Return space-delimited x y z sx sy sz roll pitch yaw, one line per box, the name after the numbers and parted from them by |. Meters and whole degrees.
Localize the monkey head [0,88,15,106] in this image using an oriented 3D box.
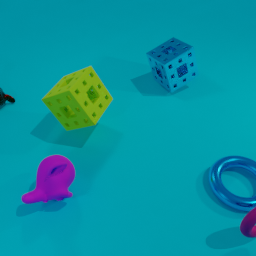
-4.170 -1.092 8.695 1.266 0.911 0.763 -5 52 -45 | monkey head

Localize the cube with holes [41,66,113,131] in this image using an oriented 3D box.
-1.321 -0.765 7.482 1.110 1.110 1.110 -10 36 37 | cube with holes

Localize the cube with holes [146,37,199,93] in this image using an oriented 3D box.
1.503 -2.135 9.435 1.137 1.137 1.137 -32 42 -8 | cube with holes

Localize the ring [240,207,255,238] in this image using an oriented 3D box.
2.574 1.686 5.228 1.053 1.053 0.211 -13 42 -14 | ring

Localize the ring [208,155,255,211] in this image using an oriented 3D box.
2.670 1.267 6.641 1.488 0.298 1.488 -1 46 1 | ring

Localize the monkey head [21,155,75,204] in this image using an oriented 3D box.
-1.753 1.111 6.126 1.176 0.985 1.635 -8 -3 -26 | monkey head
